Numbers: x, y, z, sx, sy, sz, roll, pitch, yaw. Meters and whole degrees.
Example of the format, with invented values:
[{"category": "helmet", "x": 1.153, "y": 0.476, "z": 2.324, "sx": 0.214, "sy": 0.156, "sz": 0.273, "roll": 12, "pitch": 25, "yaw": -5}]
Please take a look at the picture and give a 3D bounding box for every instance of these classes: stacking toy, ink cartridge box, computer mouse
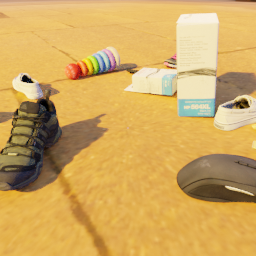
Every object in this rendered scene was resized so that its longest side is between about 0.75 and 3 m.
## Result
[{"category": "stacking toy", "x": -1.439, "y": -2.458, "z": 11.106, "sx": 2.278, "sy": 0.972, "sz": 0.972, "roll": -28, "pitch": 39, "yaw": -29}, {"category": "ink cartridge box", "x": 1.986, "y": -1.848, "z": 8.071, "sx": 1.073, "sy": 2.545, "sz": 1.858, "roll": 2, "pitch": 29, "yaw": 14}, {"category": "computer mouse", "x": 2.373, "y": 0.675, "z": 5.397, "sx": 2.712, "sy": 0.624, "sz": 1.905, "roll": 6, "pitch": 34, "yaw": 15}, {"category": "ink cartridge box", "x": 0.827, "y": -1.639, "z": 9.655, "sx": 1.773, "sy": 0.601, "sz": 1.028, "roll": 9, "pitch": 30, "yaw": 25}]

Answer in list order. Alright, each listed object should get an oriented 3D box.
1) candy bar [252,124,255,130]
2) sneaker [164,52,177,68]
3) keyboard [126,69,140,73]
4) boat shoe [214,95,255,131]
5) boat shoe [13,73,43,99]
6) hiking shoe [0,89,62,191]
[{"category": "candy bar", "x": 3.762, "y": 0.458, "z": 6.349, "sx": 0.583, "sy": 0.259, "sz": 2.339, "roll": -7, "pitch": 29, "yaw": -12}, {"category": "sneaker", "x": 2.250, "y": -3.146, "z": 12.306, "sx": 1.779, "sy": 0.778, "sz": 0.656, "roll": -21, "pitch": 35, "yaw": -33}, {"category": "keyboard", "x": 0.554, "y": -2.133, "z": 11.154, "sx": 1.377, "sy": 0.273, "sz": 0.717, "roll": 12, "pitch": 8, "yaw": 23}, {"category": "boat shoe", "x": 3.191, "y": -0.561, "z": 7.719, "sx": 2.116, "sy": 0.695, "sz": 0.761, "roll": -16, "pitch": 33, "yaw": -26}, {"category": "boat shoe", "x": -3.485, "y": -1.541, "z": 9.554, "sx": 0.667, "sy": 0.635, "sz": 1.853, "roll": -17, "pitch": 33, "yaw": -28}, {"category": "hiking shoe", "x": -2.169, "y": 0.138, "z": 5.805, "sx": 0.996, "sy": 1.324, "sz": 2.630, "roll": 2, "pitch": 29, "yaw": 4}]
